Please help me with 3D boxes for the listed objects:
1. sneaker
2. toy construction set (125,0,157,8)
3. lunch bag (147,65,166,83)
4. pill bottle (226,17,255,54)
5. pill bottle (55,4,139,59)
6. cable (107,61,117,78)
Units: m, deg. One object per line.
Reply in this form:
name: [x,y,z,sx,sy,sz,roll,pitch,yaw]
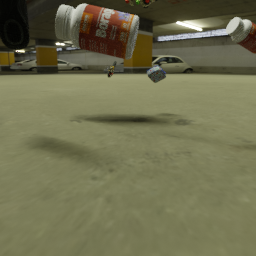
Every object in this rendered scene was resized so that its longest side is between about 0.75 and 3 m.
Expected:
sneaker: [-2.916,-3.200,6.935,0.884,2.329,1.057,-1,30,-16]
toy construction set: [0.481,-3.795,7.757,1.187,0.779,0.547,-38,2,7]
lunch bag: [1.137,-2.110,10.990,0.620,0.292,0.774,-28,-30,22]
pill bottle: [2.819,-2.190,6.606,0.972,0.545,0.545,21,6,-21]
pill bottle: [-1.099,-3.555,10.196,2.815,1.579,1.579,13,14,0]
cable: [-0.424,-1.689,8.111,0.189,0.364,0.750,15,32,9]
